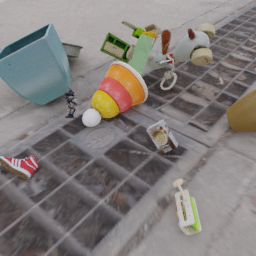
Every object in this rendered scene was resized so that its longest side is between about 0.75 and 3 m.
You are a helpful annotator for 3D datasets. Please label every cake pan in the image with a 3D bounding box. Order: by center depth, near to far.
[{"bbox_3d":[-2.765,-2.874,10.204,2.241,0.411,2.241,5,11,-1],"label":"cake pan"}]

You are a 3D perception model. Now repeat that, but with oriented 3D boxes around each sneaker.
[{"bbox_3d":[-2.549,0.806,6.623,0.920,0.328,0.517,26,50,13],"label":"sneaker"}]

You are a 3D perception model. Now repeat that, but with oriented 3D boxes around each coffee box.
[{"bbox_3d":[0.855,0.235,6.905,0.433,0.758,0.302,-30,7,26],"label":"coffee box"}]

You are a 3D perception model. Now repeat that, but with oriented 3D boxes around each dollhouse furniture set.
[{"bbox_3d":[-0.060,-2.668,8.951,1.110,1.437,2.875,23,8,-17],"label":"dollhouse furniture set"}]

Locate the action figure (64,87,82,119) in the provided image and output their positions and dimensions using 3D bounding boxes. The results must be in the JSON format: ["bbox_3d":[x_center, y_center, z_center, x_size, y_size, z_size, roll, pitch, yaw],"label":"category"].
[{"bbox_3d":[-1.500,-0.686,7.640,0.439,0.860,0.511,2,1,14],"label":"action figure"}]

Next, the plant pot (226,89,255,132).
[{"bbox_3d":[3.380,-0.423,7.345,1.391,1.296,1.296,-22,28,34],"label":"plant pot"}]

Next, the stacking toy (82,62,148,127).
[{"bbox_3d":[-0.558,-0.795,8.053,1.481,1.481,2.027,33,67,33],"label":"stacking toy"}]

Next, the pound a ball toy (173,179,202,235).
[{"bbox_3d":[1.088,1.562,5.576,0.390,0.599,0.919,-27,36,20],"label":"pound a ball toy"}]

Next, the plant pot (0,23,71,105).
[{"bbox_3d":[-2.609,-1.764,8.342,1.756,1.789,1.751,-25,33,6],"label":"plant pot"}]

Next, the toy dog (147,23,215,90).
[{"bbox_3d":[1.507,-2.450,8.732,2.452,1.181,1.617,-31,53,30],"label":"toy dog"}]
